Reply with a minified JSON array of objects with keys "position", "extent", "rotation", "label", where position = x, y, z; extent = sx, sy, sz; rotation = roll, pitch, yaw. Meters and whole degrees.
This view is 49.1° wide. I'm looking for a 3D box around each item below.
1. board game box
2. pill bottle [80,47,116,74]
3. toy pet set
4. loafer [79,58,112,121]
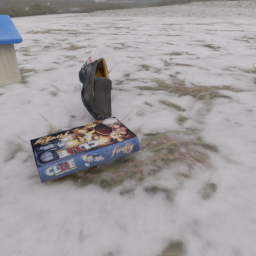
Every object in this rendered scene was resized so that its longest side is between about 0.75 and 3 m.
[{"position":[-1.144,0.442,7.156],"extent":[2.444,0.423,1.655],"rotation":[-17,26,-19],"label":"board game box"},{"position":[-1.388,-2.524,11.951],"extent":[1.096,1.096,1.980],"rotation":[-18,-5,-32],"label":"pill bottle"},{"position":[-3.344,-1.431,5.239],"extent":[2.518,1.432,2.696],"rotation":[-15,13,-33],"label":"toy pet set"},{"position":[-1.005,-1.374,9.628],"extent":[1.018,1.011,2.796],"rotation":[23,36,-45],"label":"loafer"}]
